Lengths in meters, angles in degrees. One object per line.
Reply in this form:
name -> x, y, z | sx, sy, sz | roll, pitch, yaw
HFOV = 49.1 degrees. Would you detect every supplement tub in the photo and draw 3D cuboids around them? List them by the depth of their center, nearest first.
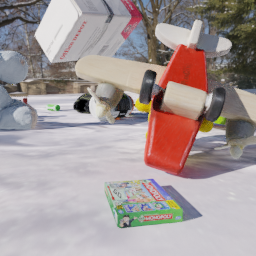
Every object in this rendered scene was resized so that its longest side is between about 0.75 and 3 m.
supplement tub -> -0.550, -0.856, 10.668 | 1.056, 1.056, 1.724 | 5, 9, 34

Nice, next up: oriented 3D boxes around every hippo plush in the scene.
hippo plush -> -4.019, -1.132, 7.993 | 2.874, 2.311, 2.289 | -6, 10, -38

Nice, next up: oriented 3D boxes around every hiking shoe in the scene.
hiking shoe -> -2.122, -1.231, 13.607 | 1.310, 0.986, 2.603 | -1, 8, -33

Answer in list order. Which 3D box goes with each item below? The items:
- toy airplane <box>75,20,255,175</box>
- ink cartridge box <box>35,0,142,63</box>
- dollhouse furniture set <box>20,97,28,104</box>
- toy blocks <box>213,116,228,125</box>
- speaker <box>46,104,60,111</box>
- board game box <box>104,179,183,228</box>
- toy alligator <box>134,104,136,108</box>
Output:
toy airplane -> 0.846, -0.538, 4.850 | 2.846, 2.017, 2.859 | -18, 49, -27
ink cartridge box -> -0.981, -2.611, 7.205 | 2.261, 0.953, 1.636 | -22, -15, -48
dollhouse furniture set -> -4.463, -0.727, 10.562 | 1.081, 0.817, 2.010 | -2, 8, -12
toy blocks -> 2.709, -0.420, 8.133 | 1.598, 1.168, 2.337 | 9, 5, -18
speaker -> -3.988, -1.086, 14.887 | 0.856, 0.379, 0.379 | 6, 10, 37
board game box -> 0.104, 0.701, 2.750 | 0.575, 0.124, 0.855 | -2, 8, -12
toy alligator -> -0.249, -0.861, 12.149 | 0.754, 0.824, 2.778 | -45, 22, -11
